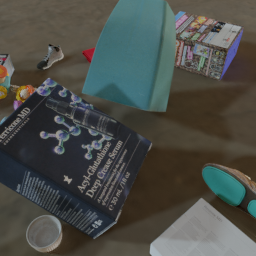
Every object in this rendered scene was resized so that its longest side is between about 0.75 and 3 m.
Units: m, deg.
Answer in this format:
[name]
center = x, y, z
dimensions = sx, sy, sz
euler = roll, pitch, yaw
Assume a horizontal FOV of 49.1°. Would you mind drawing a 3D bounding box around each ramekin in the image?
[ramekin]
center = -1.821, 2.362, 6.204
dimensions = 0.754, 0.396, 0.754
euler = 0, 46, 0

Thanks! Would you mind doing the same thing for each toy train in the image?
[toy train]
center = -3.712, -0.913, 8.554
dimensions = 2.886, 0.803, 2.168
euler = 36, 40, 2

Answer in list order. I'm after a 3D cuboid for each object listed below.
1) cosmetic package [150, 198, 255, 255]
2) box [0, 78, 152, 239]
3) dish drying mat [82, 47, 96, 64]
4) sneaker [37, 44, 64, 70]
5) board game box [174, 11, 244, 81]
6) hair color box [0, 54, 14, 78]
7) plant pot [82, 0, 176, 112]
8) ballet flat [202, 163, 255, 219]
[cosmetic package]
center = 1.801, 2.748, 5.696
dimensions = 1.671, 0.573, 2.216
euler = -32, 53, -26
[box]
center = -1.287, 0.670, 6.355
dimensions = 2.904, 1.555, 2.155
euler = 32, 50, -3
[dish drying mat]
center = -0.435, -3.301, 11.872
dimensions = 2.826, 0.257, 1.085
euler = -23, 51, -22
[sneaker]
center = -3.163, -2.920, 11.124
dimensions = 0.496, 0.763, 1.321
euler = 25, 50, 23
[board game box]
center = 2.806, -3.331, 11.125
dimensions = 2.730, 1.322, 2.177
euler = 23, 50, 21
[hair color box]
center = -5.053, -1.681, 9.920
dimensions = 1.218, 0.746, 2.461
euler = 0, 46, -1
[plant pot]
center = 0.312, -2.134, 8.256
dimensions = 2.062, 2.917, 2.061
euler = 17, 9, 19
[ballet flat]
center = 2.933, 1.627, 6.784
dimensions = 2.451, 0.834, 0.824
euler = 39, 36, 26
